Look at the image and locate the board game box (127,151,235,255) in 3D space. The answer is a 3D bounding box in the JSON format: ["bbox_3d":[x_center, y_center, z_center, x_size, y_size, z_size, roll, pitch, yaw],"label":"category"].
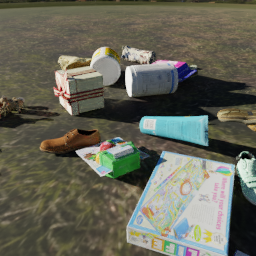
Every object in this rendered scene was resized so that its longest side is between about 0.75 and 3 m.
[{"bbox_3d":[1.339,1.613,6.336,1.887,0.480,2.807,10,31,19],"label":"board game box"}]

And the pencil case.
[{"bbox_3d":[0.650,-4.198,16.260,2.189,0.852,0.979,23,4,35],"label":"pencil case"}]

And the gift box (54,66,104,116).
[{"bbox_3d":[-1.977,-1.603,10.897,1.603,1.717,1.584,-18,29,-26],"label":"gift box"}]

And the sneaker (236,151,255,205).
[{"bbox_3d":[2.882,1.147,6.571,0.468,0.750,1.271,-13,42,4],"label":"sneaker"}]

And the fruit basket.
[{"bbox_3d":[-0.460,0.673,7.742,1.496,0.757,1.615,-17,32,-28],"label":"fruit basket"}]

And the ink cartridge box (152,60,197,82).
[{"bbox_3d":[1.951,-2.788,13.599,1.208,0.473,2.552,-36,36,-25],"label":"ink cartridge box"}]

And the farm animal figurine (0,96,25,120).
[{"bbox_3d":[-4.554,-0.879,10.617,1.221,0.644,1.235,-10,31,-18],"label":"farm animal figurine"}]

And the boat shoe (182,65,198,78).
[{"bbox_3d":[2.630,-2.558,13.698,1.634,0.492,0.582,-19,30,3],"label":"boat shoe"}]

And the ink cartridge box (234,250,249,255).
[{"bbox_3d":[2.324,2.590,4.912,0.999,0.185,0.473,21,36,29],"label":"ink cartridge box"}]

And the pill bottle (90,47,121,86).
[{"bbox_3d":[-1.104,-3.190,13.941,1.446,1.446,2.564,-1,29,-3],"label":"pill bottle"}]

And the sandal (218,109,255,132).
[{"bbox_3d":[4.016,-0.175,8.836,2.304,0.622,0.925,5,22,19],"label":"sandal"}]

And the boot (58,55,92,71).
[{"bbox_3d":[-3.068,-3.294,14.735,1.773,0.830,2.281,16,32,25],"label":"boot"}]

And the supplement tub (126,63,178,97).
[{"bbox_3d":[1.007,-2.079,12.065,2.027,1.337,1.337,-6,30,-10],"label":"supplement tub"}]

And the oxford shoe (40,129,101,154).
[{"bbox_3d":[-1.743,0.333,8.475,1.846,0.658,0.659,-9,32,-11],"label":"oxford shoe"}]

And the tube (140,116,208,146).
[{"bbox_3d":[1.392,-0.007,8.579,2.251,0.872,0.567,7,24,41],"label":"tube"}]
